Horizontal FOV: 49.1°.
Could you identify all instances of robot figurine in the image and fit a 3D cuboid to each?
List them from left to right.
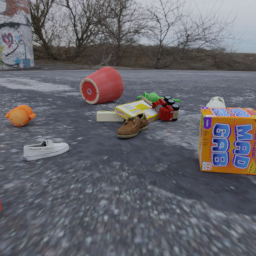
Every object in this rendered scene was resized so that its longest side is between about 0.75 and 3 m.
[{"bbox_3d":[-3.439,-0.395,8.999,0.757,0.614,1.052,39,9,-11],"label":"robot figurine"}]

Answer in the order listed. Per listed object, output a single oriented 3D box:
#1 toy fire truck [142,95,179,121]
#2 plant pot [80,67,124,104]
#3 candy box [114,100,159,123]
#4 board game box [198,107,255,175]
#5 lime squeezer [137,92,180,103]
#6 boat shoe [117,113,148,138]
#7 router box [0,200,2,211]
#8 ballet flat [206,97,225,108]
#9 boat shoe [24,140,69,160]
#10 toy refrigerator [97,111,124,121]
[{"bbox_3d":[1.076,-0.717,9.599,1.141,0.734,1.004,-8,35,-14],"label":"toy fire truck"},{"bbox_3d":[-1.322,-1.919,13.253,1.724,1.724,1.526,11,28,37],"label":"plant pot"},{"bbox_3d":[0.509,-0.578,9.778,1.030,0.266,2.015,34,28,23],"label":"candy box"},{"bbox_3d":[2.004,0.207,5.617,1.073,1.072,1.073,3,14,11],"label":"board game box"},{"bbox_3d":[1.109,-1.471,13.306,0.940,0.502,2.663,-18,19,-41],"label":"lime squeezer"},{"bbox_3d":[0.104,-0.099,7.988,0.537,0.507,1.492,6,16,23],"label":"boat shoe"},{"bbox_3d":[-3.677,0.933,3.435,2.979,0.728,2.673,8,16,29],"label":"router box"},{"bbox_3d":[2.856,-0.569,9.175,0.880,0.880,2.535,5,15,17],"label":"ballet flat"},{"bbox_3d":[-1.805,0.430,6.228,1.055,0.347,0.380,-11,18,-37],"label":"boat shoe"},{"bbox_3d":[-0.599,-0.417,9.631,0.915,0.320,0.347,0,14,2],"label":"toy refrigerator"}]
